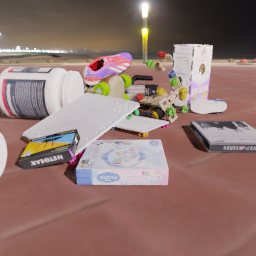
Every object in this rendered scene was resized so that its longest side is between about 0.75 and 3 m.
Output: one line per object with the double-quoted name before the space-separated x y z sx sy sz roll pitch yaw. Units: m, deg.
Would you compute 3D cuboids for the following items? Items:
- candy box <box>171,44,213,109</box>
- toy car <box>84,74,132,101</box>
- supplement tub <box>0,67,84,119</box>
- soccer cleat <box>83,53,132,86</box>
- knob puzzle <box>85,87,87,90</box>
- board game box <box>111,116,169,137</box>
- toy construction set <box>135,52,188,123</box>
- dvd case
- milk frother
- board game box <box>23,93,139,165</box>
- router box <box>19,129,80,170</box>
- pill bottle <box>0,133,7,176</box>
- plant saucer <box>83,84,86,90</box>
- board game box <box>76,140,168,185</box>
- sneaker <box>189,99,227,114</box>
"candy box" 3.204 -2.652 14.064 1.059 2.961 2.484 13 20 34
"toy car" -1.285 -1.625 12.249 2.230 1.759 1.832 21 32 30
"supplement tub" -3.464 -1.398 11.329 2.949 2.069 2.069 3 16 9
"soccer cleat" -0.793 -2.757 12.118 2.600 0.952 0.887 -33 65 -26
"knob puzzle" -4.003 -2.403 17.770 3.263 0.452 3.263 1 16 0
"board game box" 0.368 -0.098 10.194 1.669 0.216 1.669 11 19 36
"toy construction set" 1.601 -1.523 11.179 2.285 2.739 2.105 -13 24 -13
"dvd case" 3.202 0.211 8.935 1.930 0.318 2.568 0 16 0
"milk frother" 0.785 -1.806 14.851 1.636 1.570 1.739 2 -27 5
"board game box" -1.411 -0.142 8.421 2.692 0.348 2.691 17 45 44
"router box" -1.904 0.514 6.948 1.295 0.331 0.966 -13 29 9
"pill bottle" -4.050 0.501 5.546 2.916 1.639 1.639 3 16 10
"plant saucer" -3.125 -1.498 13.648 2.413 0.606 2.413 -18 6 2
"board game box" -0.098 0.765 6.783 1.944 0.424 1.954 -1 16 2
"sneaker" 3.642 -1.004 12.721 1.622 0.654 1.188 2 9 16
